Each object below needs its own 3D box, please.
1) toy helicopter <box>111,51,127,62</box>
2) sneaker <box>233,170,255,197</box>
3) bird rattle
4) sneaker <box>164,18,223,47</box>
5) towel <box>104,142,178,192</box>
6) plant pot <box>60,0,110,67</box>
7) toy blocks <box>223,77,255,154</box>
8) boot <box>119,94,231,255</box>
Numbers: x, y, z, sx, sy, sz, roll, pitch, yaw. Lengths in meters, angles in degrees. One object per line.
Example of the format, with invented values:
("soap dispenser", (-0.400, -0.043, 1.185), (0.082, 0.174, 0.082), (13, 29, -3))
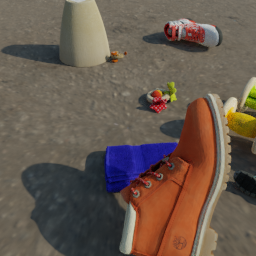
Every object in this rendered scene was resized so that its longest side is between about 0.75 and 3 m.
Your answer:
("toy helicopter", (-0.386, -2.913, 11.062), (0.609, 0.363, 0.921), (-12, 29, -6))
("sneaker", (2.820, 1.249, 5.896), (1.206, 0.455, 0.478), (31, 35, 24))
("bird rattle", (0.979, -0.910, 8.578), (0.896, 0.619, 1.099), (23, 56, 42))
("sneaker", (2.632, -3.983, 11.943), (1.459, 0.909, 2.723), (-17, 39, -19))
("towel", (0.373, 0.799, 6.352), (1.811, 0.449, 1.337), (-3, 40, -4))
("plant pot", (-1.733, -3.745, 10.620), (2.026, 2.163, 2.026), (0, 39, 0))
("toy blocks", (4.032, -0.024, 6.874), (2.993, 1.087, 2.494), (29, 47, 31))
("boot", (0.704, 0.801, 4.499), (1.560, 2.909, 1.091), (11, -1, 4))
